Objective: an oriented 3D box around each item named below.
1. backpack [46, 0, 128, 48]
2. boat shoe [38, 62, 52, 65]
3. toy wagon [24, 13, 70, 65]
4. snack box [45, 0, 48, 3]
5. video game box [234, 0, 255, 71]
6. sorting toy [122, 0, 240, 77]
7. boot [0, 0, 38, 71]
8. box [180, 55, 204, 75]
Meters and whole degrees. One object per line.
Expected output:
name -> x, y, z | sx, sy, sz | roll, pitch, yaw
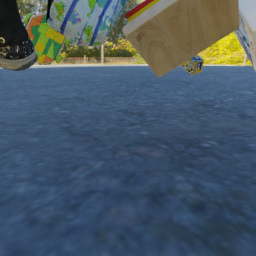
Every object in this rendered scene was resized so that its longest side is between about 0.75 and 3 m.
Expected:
backpack -> -0.708, -2.933, 5.882 | 2.449, 1.883, 1.998 | -50, 17, -19
boat shoe -> -3.240, -3.000, 10.095 | 0.557, 1.505, 0.556 | -23, 6, -35
toy wagon -> -2.709, -3.166, 9.314 | 1.561, 2.012, 0.398 | 27, 12, -12
snack box -> -1.705, -4.076, 7.880 | 1.533, 1.293, 0.519 | -43, 3, 29
video game box -> 3.325, -3.150, 7.969 | 0.634, 2.708, 2.467 | -24, -26, 17
sorting toy -> 1.184, -2.434, 6.241 | 2.310, 0.809, 2.324 | -31, -21, 14
boot -> -1.999, -1.499, 3.434 | 1.726, 1.303, 0.623 | 17, 51, 7
box -> 2.157, -2.649, 10.533 | 0.491, 0.535, 1.526 | -22, 51, -21
